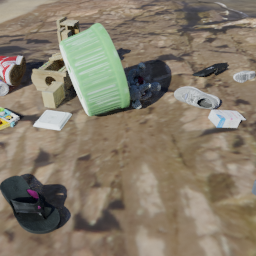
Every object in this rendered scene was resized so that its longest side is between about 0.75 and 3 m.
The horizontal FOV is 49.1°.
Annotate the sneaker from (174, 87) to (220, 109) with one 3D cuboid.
[{"bbox_3d":[2.500,-1.110,10.317,1.686,0.630,0.691,15,22,20],"label":"sneaker"}]

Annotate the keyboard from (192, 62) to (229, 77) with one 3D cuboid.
[{"bbox_3d":[3.885,-2.596,12.863,1.865,0.370,0.971,-28,22,-31],"label":"keyboard"}]

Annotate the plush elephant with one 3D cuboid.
[{"bbox_3d":[0.369,-1.474,10.442,1.618,1.333,1.253,-31,23,6],"label":"plush elephant"}]

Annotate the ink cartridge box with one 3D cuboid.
[{"bbox_3d":[3.358,-0.311,9.501,1.053,0.357,0.606,1,35,-19],"label":"ink cartridge box"}]

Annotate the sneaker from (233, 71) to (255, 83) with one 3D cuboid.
[{"bbox_3d":[5.014,-2.275,12.304,1.192,0.446,0.489,-10,25,-28],"label":"sneaker"}]

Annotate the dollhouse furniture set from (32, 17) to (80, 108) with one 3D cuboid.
[{"bbox_3d":[-3.091,-2.676,10.952,1.607,2.557,2.891,9,36,13],"label":"dollhouse furniture set"}]

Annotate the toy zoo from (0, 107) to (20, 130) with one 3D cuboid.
[{"bbox_3d":[-4.433,-0.311,9.778,1.315,0.135,0.863,23,42,29],"label":"toy zoo"}]

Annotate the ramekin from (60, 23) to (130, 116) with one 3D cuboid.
[{"bbox_3d":[-1.181,-1.855,9.572,1.456,2.982,2.982,-22,40,-9],"label":"ramekin"}]

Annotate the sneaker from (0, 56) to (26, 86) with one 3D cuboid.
[{"bbox_3d":[-5.364,-2.488,12.080,1.450,0.918,2.578,-1,29,-8],"label":"sneaker"}]

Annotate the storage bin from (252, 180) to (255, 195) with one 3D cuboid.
[{"bbox_3d":[3.760,1.441,6.836,0.877,0.951,1.306,-36,48,-25],"label":"storage bin"}]

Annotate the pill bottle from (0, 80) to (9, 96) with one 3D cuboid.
[{"bbox_3d":[-5.300,-1.715,11.329,0.566,0.566,1.010,-29,45,-34],"label":"pill bottle"}]

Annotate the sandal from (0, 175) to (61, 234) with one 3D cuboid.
[{"bbox_3d":[-2.440,1.739,6.663,2.148,0.514,0.807,28,45,33],"label":"sandal"}]

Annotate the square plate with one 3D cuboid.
[{"bbox_3d":[-2.623,-0.319,9.789,1.024,0.146,1.014,8,37,11],"label":"square plate"}]
